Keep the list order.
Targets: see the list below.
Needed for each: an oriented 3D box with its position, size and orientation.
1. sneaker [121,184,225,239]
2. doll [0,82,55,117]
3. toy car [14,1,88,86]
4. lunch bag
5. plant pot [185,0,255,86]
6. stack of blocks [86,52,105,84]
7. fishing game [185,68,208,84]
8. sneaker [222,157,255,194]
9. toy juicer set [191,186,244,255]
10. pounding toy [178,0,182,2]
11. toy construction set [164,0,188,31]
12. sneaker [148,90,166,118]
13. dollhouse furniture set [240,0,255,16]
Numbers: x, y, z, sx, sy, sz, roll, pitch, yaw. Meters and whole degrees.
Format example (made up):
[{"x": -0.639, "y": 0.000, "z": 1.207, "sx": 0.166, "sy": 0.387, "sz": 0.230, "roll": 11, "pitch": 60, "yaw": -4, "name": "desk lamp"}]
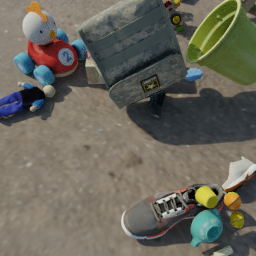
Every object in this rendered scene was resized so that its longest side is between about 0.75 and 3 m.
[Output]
[{"x": 1.116, "y": 1.846, "z": 6.861, "sx": 2.693, "sy": 1.103, "sz": 1.038, "roll": -16, "pitch": 56, "yaw": -11, "name": "sneaker"}, {"x": -3.420, "y": -0.989, "z": 9.246, "sx": 2.043, "sy": 0.495, "sz": 1.394, "roll": -21, "pitch": 58, "yaw": -14, "name": "doll"}, {"x": -2.779, "y": -3.087, "z": 9.599, "sx": 2.070, "sy": 2.340, "sz": 2.157, "roll": 33, "pitch": 61, "yaw": 21, "name": "toy car"}, {"x": 0.225, "y": -2.113, "z": 8.135, "sx": 2.383, "sy": 2.906, "sz": 1.709, "roll": -26, "pitch": 27, "yaw": 6, "name": "lunch bag"}, {"x": 3.093, "y": -2.289, "z": 8.136, "sx": 1.922, "sy": 2.091, "sz": 2.091, "roll": 30, "pitch": 54, "yaw": -17, "name": "plant pot"}, {"x": 0.040, "y": -2.471, "z": 10.065, "sx": 2.920, "sy": 0.855, "sz": 1.681, "roll": 1, "pitch": 55, "yaw": 0, "name": "stack of blocks"}, {"x": 2.172, "y": -1.769, "z": 9.367, "sx": 0.916, "sy": 0.142, "sz": 0.656, "roll": 28, "pitch": 63, "yaw": 32, "name": "fishing game"}, {"x": 2.937, "y": 1.284, "z": 7.692, "sx": 1.372, "sy": 0.519, "sz": 0.631, "roll": -27, "pitch": 52, "yaw": -27, "name": "sneaker"}, {"x": 2.070, "y": 2.327, "z": 6.610, "sx": 1.263, "sy": 1.985, "sz": 0.540, "roll": 3, "pitch": 12, "yaw": -18, "name": "toy juicer set"}, {"x": 2.351, "y": -6.622, "z": 13.064, "sx": 0.996, "sy": 0.769, "sz": 1.082, "roll": 33, "pitch": 61, "yaw": 20, "name": "pounding toy"}, {"x": 1.976, "y": -5.112, "z": 11.658, "sx": 2.351, "sy": 1.806, "sz": 1.960, "roll": -38, "pitch": 17, "yaw": -5, "name": "toy construction set"}, {"x": 0.946, "y": -0.932, "z": 9.106, "sx": 0.488, "sy": 0.513, "sz": 1.296, "roll": 20, "pitch": 51, "yaw": -28, "name": "sneaker"}, {"x": 4.532, "y": -4.361, "z": 10.639, "sx": 1.722, "sy": 2.271, "sz": 2.592, "roll": 39, "pitch": 90, "yaw": 26, "name": "dollhouse furniture set"}]
